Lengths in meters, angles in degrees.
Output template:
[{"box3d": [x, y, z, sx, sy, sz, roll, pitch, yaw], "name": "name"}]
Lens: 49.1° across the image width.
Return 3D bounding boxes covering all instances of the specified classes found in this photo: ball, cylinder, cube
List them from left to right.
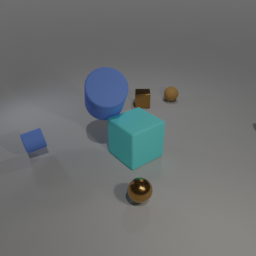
[{"box3d": [-3.245, 0.437, 9.641, 0.700, 0.700, 0.700, -22, 36, -19], "name": "cylinder"}, {"box3d": [-0.764, -1.118, 9.474, 1.400, 1.400, 1.400, 2, 74, -8], "name": "cylinder"}, {"box3d": [0.267, 0.317, 9.645, 1.400, 1.400, 1.400, -22, 37, -32], "name": "cube"}, {"box3d": [0.333, 1.723, 7.770, 0.700, 0.700, 0.700, 0, 31, 0], "name": "ball"}, {"box3d": [0.688, -1.394, 13.176, 0.700, 0.700, 0.700, 0, 31, 2], "name": "cube"}, {"box3d": [2.091, -1.661, 13.576, 0.700, 0.700, 0.700, 0, 31, 0], "name": "ball"}]
